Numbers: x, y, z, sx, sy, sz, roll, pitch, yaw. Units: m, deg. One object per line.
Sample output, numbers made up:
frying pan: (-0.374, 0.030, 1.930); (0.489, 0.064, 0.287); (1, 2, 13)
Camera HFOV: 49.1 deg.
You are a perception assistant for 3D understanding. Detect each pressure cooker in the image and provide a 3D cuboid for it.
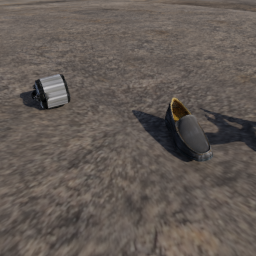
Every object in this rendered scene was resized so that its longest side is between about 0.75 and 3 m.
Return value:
pressure cooker: (-2.568, -1.174, 9.167); (1.166, 1.026, 1.042); (-17, 72, -19)

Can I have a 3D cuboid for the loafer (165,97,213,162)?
loafer: (1.485, 0.005, 7.214); (0.785, 0.780, 2.156); (-16, 37, -11)
